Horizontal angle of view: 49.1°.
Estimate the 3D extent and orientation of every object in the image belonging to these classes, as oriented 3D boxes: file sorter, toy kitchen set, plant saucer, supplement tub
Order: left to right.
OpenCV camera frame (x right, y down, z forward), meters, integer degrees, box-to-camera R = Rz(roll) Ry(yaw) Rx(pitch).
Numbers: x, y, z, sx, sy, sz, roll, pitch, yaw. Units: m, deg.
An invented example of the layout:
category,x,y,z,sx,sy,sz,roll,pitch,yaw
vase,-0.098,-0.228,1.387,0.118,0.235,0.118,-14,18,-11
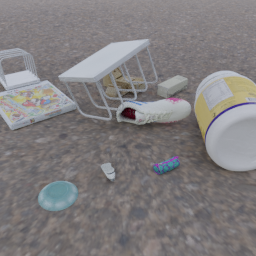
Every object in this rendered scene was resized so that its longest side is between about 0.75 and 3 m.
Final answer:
category,x,y,z,sx,sy,sz,roll,pitch,yaw
file sorter,-5.174,-2.790,12.832,1.500,1.346,2.162,-19,30,-26
plant saucer,-1.848,1.712,7.392,1.054,0.203,1.054,1,34,0
file sorter,-0.570,-1.760,10.152,1.968,1.766,2.836,11,42,44
toy kitchen set,-0.446,-2.380,12.115,1.915,1.728,1.563,18,38,31
supplement tub,3.265,-0.371,8.730,2.161,2.161,2.973,1,33,2

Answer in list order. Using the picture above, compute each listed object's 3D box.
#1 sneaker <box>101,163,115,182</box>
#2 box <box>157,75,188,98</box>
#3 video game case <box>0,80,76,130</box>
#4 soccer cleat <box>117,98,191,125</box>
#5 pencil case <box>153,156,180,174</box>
category,x,y,z,sx,sy,sz,roll,pitch,yaw
sneaker,-0.562,1.249,8.020,0.315,0.332,0.825,-20,17,-9
box,1.985,-1.842,12.423,1.472,0.503,0.605,-28,43,-35
video game case,-3.914,-1.062,11.415,2.585,0.325,2.841,-23,40,-30
soccer cleat,0.859,-0.477,9.931,2.667,0.932,1.152,-1,24,18
pencil case,1.131,1.088,8.179,0.773,0.357,0.329,-18,38,-26
